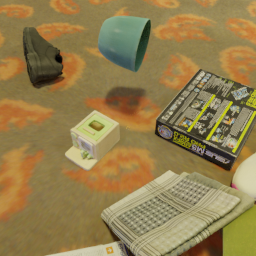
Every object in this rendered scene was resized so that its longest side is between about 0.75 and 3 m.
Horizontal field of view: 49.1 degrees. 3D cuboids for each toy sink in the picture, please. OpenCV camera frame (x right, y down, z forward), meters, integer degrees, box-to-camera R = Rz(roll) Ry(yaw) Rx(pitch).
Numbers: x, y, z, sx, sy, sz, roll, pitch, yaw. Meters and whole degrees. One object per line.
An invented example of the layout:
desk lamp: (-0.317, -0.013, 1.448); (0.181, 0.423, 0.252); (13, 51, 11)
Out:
toy sink: (-0.964, 0.292, 7.402); (0.877, 0.753, 1.345); (29, 54, 24)

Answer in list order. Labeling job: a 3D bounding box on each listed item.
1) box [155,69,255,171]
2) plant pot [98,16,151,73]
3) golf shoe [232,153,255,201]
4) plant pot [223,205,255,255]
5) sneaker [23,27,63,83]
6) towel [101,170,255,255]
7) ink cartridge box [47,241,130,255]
box: (2.473, -0.417, 8.139); (2.306, 0.637, 2.879); (27, 53, 22)
plant pot: (-0.132, -2.323, 7.508); (1.133, 1.412, 1.412); (17, 49, 8)
golf shoe: (3.586, 0.684, 6.721); (2.767, 1.266, 1.042); (-30, 55, -23)
plant pot: (3.032, 2.230, 4.781); (2.651, 2.480, 2.480); (-2, 45, 20)
sneaker: (-3.074, -2.658, 10.101); (1.283, 1.074, 2.827); (-9, 54, -21)
towel: (0.847, 1.566, 5.639); (2.396, 0.414, 2.307); (-22, 12, -21)
ink cartridge box: (-0.734, 3.164, 4.824); (2.096, 0.425, 2.092); (0, 45, -26)
